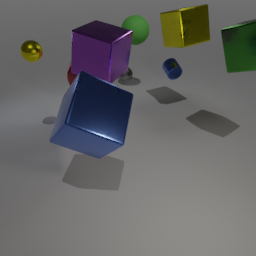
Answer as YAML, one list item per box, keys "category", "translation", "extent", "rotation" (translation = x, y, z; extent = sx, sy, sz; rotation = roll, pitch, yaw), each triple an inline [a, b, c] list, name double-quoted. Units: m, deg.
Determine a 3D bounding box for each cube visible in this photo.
- category: "cube"
  translation: [-0.885, -0.241, 6.772]
  extent: [1.400, 1.400, 1.400]
  rotation: [22, 63, -21]
- category: "cube"
  translation: [-0.824, -2.403, 8.856]
  extent: [1.400, 1.400, 1.400]
  rotation: [22, 39, 15]
- category: "cube"
  translation: [3.966, -2.615, 8.706]
  extent: [1.400, 1.400, 1.400]
  rotation: [-26, 20, -33]
- category: "cube"
  translation: [2.326, -4.138, 11.449]
  extent: [1.400, 1.400, 1.400]
  rotation: [-20, 24, -21]

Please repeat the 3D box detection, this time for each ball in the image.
- category: "ball"
  translation: [0.356, -4.829, 13.826]
  extent: [1.400, 1.400, 1.400]
  rotation: [0, 29, 0]
- category: "ball"
  translation: [-3.148, -2.503, 9.144]
  extent: [0.700, 0.700, 0.700]
  rotation: [0, 29, 0]
- category: "ball"
  translation: [-0.132, -2.327, 12.241]
  extent: [0.700, 0.700, 0.700]
  rotation: [0, 29, 0]

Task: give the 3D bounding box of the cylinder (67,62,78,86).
- category: "cylinder"
  translation: [-1.601, -2.126, 10.819]
  extent: [1.400, 1.400, 1.400]
  rotation: [-4, 22, -7]

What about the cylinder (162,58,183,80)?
- category: "cylinder"
  translation: [1.982, -2.641, 12.521]
  extent: [0.700, 0.700, 0.700]
  rotation: [-9, 51, -15]
